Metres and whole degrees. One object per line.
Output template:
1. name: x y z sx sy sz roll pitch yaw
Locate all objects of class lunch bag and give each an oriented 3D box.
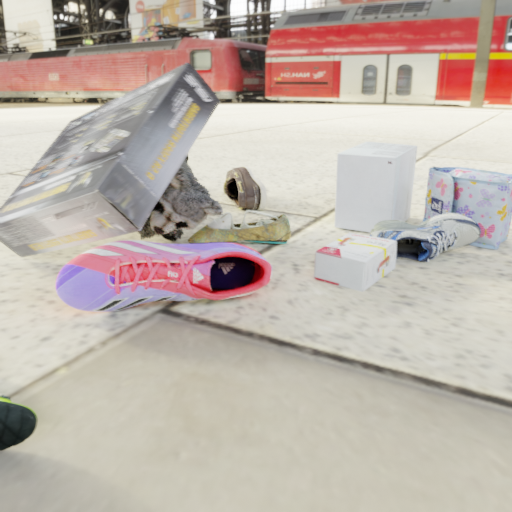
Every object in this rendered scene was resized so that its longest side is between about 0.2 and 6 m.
1. lunch bag: 4.421 -1.047 11.844 1.754 1.487 1.115 17 28 34

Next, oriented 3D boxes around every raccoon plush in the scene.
1. raccoon plush: -1.627 -1.869 11.333 1.689 3.491 2.339 20 -27 -36

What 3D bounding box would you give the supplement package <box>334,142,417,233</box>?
1. supplement package: 2.782 -1.611 12.984 1.359 1.767 1.848 10 22 27

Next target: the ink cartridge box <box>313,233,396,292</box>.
1. ink cartridge box: 1.792 0.070 10.027 0.988 0.568 1.361 13 23 33

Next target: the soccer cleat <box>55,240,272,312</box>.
1. soccer cleat: -1.340 0.281 8.549 3.240 1.081 1.239 -2 2 -22

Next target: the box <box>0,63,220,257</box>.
1. box: -2.819 -1.610 10.086 3.906 0.944 3.093 -9 46 41

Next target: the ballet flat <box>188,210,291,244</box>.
1. ballet flat: -0.351 -0.595 11.705 2.160 0.764 0.764 -2 20 -5

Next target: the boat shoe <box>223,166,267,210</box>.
1. boat shoe: -0.453 -1.840 15.042 0.744 0.898 2.500 -3 25 -19

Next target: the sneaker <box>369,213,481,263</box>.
1. sneaker: 3.343 -0.234 10.846 2.132 0.822 0.908 -8 30 0

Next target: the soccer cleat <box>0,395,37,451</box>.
1. soccer cleat: -3.182 1.824 5.045 2.266 0.765 0.919 -3 42 -17
